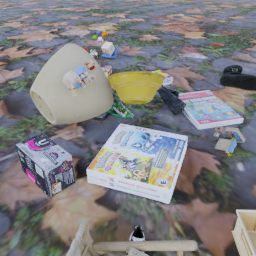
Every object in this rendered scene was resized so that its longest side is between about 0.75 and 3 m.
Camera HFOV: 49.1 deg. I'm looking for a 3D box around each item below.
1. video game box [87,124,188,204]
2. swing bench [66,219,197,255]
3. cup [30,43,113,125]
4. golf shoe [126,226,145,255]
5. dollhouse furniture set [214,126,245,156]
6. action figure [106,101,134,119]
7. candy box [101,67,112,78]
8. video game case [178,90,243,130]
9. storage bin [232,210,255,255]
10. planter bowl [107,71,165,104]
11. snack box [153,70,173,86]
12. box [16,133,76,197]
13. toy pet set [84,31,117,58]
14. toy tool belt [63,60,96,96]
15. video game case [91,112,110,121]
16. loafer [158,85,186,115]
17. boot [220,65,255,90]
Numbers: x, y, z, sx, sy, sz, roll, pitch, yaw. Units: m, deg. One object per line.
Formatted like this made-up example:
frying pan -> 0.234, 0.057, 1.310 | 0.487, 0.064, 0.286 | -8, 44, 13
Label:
video game box -> 0.414, 0.948, 8.946 | 2.515, 0.646, 2.761 | 9, 33, 18
swing bench -> -0.123, 3.126, 4.777 | 2.378, 1.543, 2.366 | 4, 33, 16
cup -> -2.318, -1.323, 10.481 | 2.962, 2.962, 2.119 | 29, 56, 37
golf shoe -> 0.148, 2.737, 6.208 | 0.467, 0.567, 1.201 | 3, 34, 3
dollhouse furniture set -> 3.483, 0.565, 9.927 | 0.961, 0.664, 1.018 | 8, 59, 53
action figure -> -0.458, -0.810, 11.830 | 1.655, 0.453, 0.978 | 26, 40, 20
candy box -> -1.590, -3.140, 15.604 | 1.225, 0.346, 0.715 | 8, 34, 15
video game case -> 3.315, -0.874, 12.148 | 1.997, 0.244, 2.793 | -8, 34, -13
storage bin -> 3.348, 2.671, 6.123 | 1.617, 0.758, 1.605 | 1, 32, 1
planter bowl -> 0.284, -1.266, 9.441 | 1.968, 0.820, 1.968 | -1, -3, 0
snack box -> 1.348, -2.509, 14.528 | 1.623, 0.430, 1.154 | -19, 37, -26
box -> -2.439, 1.043, 8.354 | 1.650, 1.090, 0.947 | 28, 42, 36
toy pet set -> -1.586, -5.164, 18.110 | 1.765, 1.004, 1.891 | 20, 65, 27
toy tool belt -> -1.418, -1.550, 8.892 | 1.188, 0.730, 0.742 | -34, 1, -15
video game case -> -1.336, -0.676, 11.933 | 1.110, 0.142, 1.003 | 12, 34, 18
loafer -> 1.892, -1.352, 12.261 | 0.729, 0.705, 2.077 | -36, 41, 9
boot -> 5.841, -2.657, 14.446 | 2.034, 0.765, 1.520 | 15, 35, 22
